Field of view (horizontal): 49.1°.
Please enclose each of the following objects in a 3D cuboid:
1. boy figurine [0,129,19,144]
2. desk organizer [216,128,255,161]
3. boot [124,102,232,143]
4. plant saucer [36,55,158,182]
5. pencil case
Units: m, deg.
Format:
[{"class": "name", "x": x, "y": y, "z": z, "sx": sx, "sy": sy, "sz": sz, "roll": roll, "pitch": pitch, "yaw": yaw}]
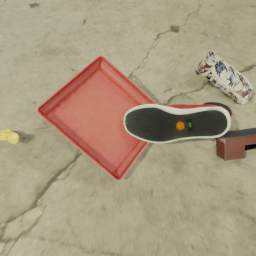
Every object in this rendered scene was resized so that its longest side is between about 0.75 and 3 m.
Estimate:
[{"class": "boy figurine", "x": -3.615, "y": 0.219, "z": 8.135, "sx": 1.077, "sy": 0.347, "sz": 0.669, "roll": 8, "pitch": 23, "yaw": 9}, {"class": "desk organizer", "x": 3.360, "y": 0.414, "z": 7.828, "sx": 1.692, "sy": 0.652, "sz": 0.607, "roll": -7, "pitch": 14, "yaw": -6}, {"class": "boot", "x": 1.511, "y": -0.278, "z": 8.336, "sx": 2.954, "sy": 1.070, "sz": 2.131, "roll": 0, "pitch": 11, "yaw": 21}, {"class": "plant saucer", "x": -0.625, "y": -0.339, "z": 8.073, "sx": 2.865, "sy": 0.527, "sz": 2.871, "roll": 41, "pitch": 57, "yaw": -2}, {"class": "pencil case", "x": 3.100, "y": -1.544, "z": 8.905, "sx": 2.077, "sy": 0.808, "sz": 0.929, "roll": 29, "pitch": 57, "yaw": -27}]
